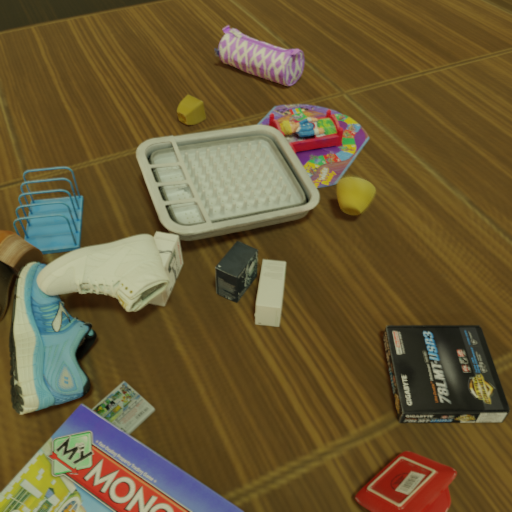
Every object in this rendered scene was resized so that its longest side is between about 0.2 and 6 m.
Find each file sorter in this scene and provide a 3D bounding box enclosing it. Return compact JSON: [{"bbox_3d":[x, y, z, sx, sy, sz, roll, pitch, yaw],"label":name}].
[{"bbox_3d":[-4.273,-0.949,11.539,1.118,0.988,1.611,-7,48,-6],"label":"file sorter"}]

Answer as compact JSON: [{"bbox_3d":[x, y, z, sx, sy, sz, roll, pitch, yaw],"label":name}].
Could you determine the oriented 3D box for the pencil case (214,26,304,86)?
[{"bbox_3d":[0.125,-5.706,15.936,2.565,1.097,1.077,27,51,22],"label":"pencil case"}]

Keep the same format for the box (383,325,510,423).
[{"bbox_3d":[3.063,1.917,9.249,1.673,0.419,1.685,1,46,0],"label":"box"}]

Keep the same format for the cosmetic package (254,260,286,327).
[{"bbox_3d":[0.262,0.673,10.278,0.472,0.598,1.112,6,49,3],"label":"cosmetic package"}]

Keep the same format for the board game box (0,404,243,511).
[{"bbox_3d":[-1.526,4.162,6.931,4.408,0.642,2.966,24,54,21],"label":"board game box"}]

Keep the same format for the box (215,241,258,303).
[{"bbox_3d":[-0.362,0.302,10.496,0.493,0.783,0.796,23,52,20],"label":"box"}]

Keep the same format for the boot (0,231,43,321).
[{"bbox_3d":[-5.393,0.436,10.325,1.933,0.955,2.489,19,62,28],"label":"boot"}]

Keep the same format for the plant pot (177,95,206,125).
[{"bbox_3d":[-1.718,-3.697,14.448,0.558,0.562,0.575,31,62,26],"label":"plant pot"}]

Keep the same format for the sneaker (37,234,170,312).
[{"bbox_3d":[-2.504,0.459,9.361,2.080,0.766,1.202,-20,60,-16],"label":"sneaker"}]

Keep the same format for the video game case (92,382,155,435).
[{"bbox_3d":[-2.167,2.501,8.898,0.756,0.091,0.829,33,57,27],"label":"video game case"}]

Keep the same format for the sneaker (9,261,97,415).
[{"bbox_3d":[-3.460,1.333,9.560,1.346,1.173,2.992,3,43,-27],"label":"sneaker"}]

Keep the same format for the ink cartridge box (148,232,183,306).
[{"bbox_3d":[-1.796,0.235,10.522,0.475,0.823,1.132,10,49,9],"label":"ink cartridge box"}]

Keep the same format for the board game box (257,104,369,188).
[{"bbox_3d":[1.142,-3.008,13.680,2.774,0.684,3.511,22,51,20],"label":"board game box"}]

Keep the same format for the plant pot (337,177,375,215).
[{"bbox_3d":[2.030,-1.195,11.703,0.806,0.806,0.572,13,72,12],"label":"plant pot"}]

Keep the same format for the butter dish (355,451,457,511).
[{"bbox_3d":[2.145,3.380,7.647,1.129,0.834,1.126,-32,10,-23],"label":"butter dish"}]

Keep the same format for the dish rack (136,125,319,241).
[{"bbox_3d":[-0.643,-1.536,12.016,3.403,0.741,2.921,-13,52,-18],"label":"dish rack"}]
